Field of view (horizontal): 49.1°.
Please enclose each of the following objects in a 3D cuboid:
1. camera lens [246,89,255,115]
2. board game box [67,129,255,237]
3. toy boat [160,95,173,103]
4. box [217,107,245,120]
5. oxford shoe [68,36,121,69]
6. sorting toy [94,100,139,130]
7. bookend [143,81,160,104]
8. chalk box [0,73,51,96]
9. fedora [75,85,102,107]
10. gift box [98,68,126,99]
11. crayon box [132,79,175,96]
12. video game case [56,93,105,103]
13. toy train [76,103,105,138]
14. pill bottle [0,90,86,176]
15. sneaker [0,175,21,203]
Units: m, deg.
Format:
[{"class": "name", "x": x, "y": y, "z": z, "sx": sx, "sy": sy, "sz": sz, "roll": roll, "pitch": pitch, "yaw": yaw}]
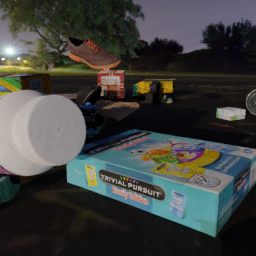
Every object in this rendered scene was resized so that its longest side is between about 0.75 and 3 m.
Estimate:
[{"class": "camera lens", "x": 5.876, "y": -1.175, "z": 12.088, "sx": 1.159, "sy": 1.159, "sz": 1.448, "roll": 11, "pitch": 18, "yaw": 39}, {"class": "board game box", "x": 0.637, "y": 0.710, "z": 5.207, "sx": 2.875, "sy": 0.675, "sz": 2.171, "roll": 10, "pitch": 17, "yaw": 36}, {"class": "toy boat", "x": 2.120, "y": -1.601, "z": 15.631, "sx": 0.671, "sy": 0.371, "sz": 0.798, "roll": -1, "pitch": 14, "yaw": -3}, {"class": "box", "x": 4.147, "y": -0.591, "z": 11.288, "sx": 0.833, "sy": 0.403, "sz": 0.735, "roll": -7, "pitch": 16, "yaw": -28}, {"class": "oxford shoe", "x": -0.885, "y": -1.869, "z": 6.896, "sx": 1.512, "sy": 0.548, "sz": 0.538, "roll": 18, "pitch": 54, "yaw": 20}, {"class": "sorting toy", "x": -0.861, "y": -0.495, "z": 10.033, "sx": 1.737, "sy": 0.346, "sz": 2.350, "roll": 10, "pitch": 26, "yaw": 29}, {"class": "bookend", "x": 1.332, "y": -2.005, "z": 15.697, "sx": 0.527, "sy": 1.137, "sz": 1.144, "roll": 8, "pitch": 17, "yaw": 28}, {"class": "chalk box", "x": -4.475, "y": -1.001, "z": 10.015, "sx": 2.944, "sy": 1.825, "sz": 1.838, "roll": 3, "pitch": 15, "yaw": 16}, {"class": "fedora", "x": -1.445, "y": -1.092, "z": 9.816, "sx": 0.536, "sy": 1.175, "sz": 1.175, "roll": 36, "pitch": 21, "yaw": 8}, {"class": "gift box", "x": -1.139, "y": -2.888, "z": 17.902, "sx": 2.015, "sy": 1.859, "sz": 1.881, "roll": 5, "pitch": 15, "yaw": 2}, {"class": "crayon box", "x": 1.527, "y": -2.468, "z": 17.403, "sx": 1.875, "sy": 0.769, "sz": 2.982, "roll": -3, "pitch": 2, "yaw": -13}, {"class": "video game case", "x": -3.129, "y": -1.702, "z": 16.099, "sx": 2.739, "sy": 0.349, "sz": 2.475, "roll": -10, "pitch": 16, "yaw": -36}, {"class": "toy train", "x": -1.876, "y": -0.209, "z": 8.000, "sx": 2.426, "sy": 1.052, "sz": 1.386, "roll": -2, "pitch": -2, "yaw": -39}, {"class": "pill bottle", "x": -2.015, "y": 0.107, "z": 5.096, "sx": 2.629, "sy": 1.476, "sz": 1.476, "roll": -4, "pitch": 8, "yaw": 41}, {"class": "sneaker", "x": -2.225, "y": 1.042, "z": 4.429, "sx": 0.492, "sy": 0.418, "sz": 1.123, "roll": -1, "pitch": 13, "yaw": 20}]
